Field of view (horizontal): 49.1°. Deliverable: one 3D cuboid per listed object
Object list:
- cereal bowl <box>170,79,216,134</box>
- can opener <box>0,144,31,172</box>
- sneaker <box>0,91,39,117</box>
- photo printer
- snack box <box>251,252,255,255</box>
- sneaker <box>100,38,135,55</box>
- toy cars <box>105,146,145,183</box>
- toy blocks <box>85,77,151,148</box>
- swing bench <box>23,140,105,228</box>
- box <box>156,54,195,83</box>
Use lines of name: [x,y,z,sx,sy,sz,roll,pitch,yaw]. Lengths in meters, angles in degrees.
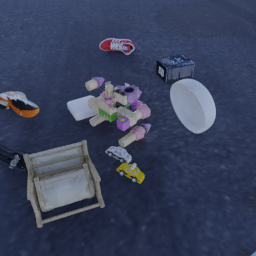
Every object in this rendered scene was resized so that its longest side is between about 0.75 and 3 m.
cereal bowl: [2.412,-0.860,9.966,0.845,2.030,2.030,-27,45,-13]
can opener: [-3.895,0.936,9.141,2.018,0.794,0.640,13,80,21]
sneaker: [-4.383,-1.118,11.463,2.119,0.802,0.974,18,38,20]
photo printer: [-1.705,-0.846,11.357,1.246,0.433,1.037,-19,42,-21]
snack box: [3.058,3.385,6.219,0.746,0.278,1.049,-22,44,-25]
sneaker: [-0.564,-4.588,15.809,1.958,0.697,1.101,-9,36,-14]
toy cars: [-0.072,1.036,8.807,0.804,0.397,1.793,6,28,-32]
toy blocks: [-0.091,-0.962,9.971,1.972,2.342,2.189,-32,49,-31]
swing bench: [-1.834,1.467,7.931,1.856,1.210,1.865,-13,36,-15]
box: [2.278,-2.902,13.627,1.488,0.796,1.104,-14,41,-17]
